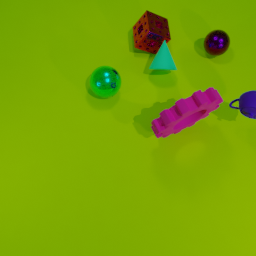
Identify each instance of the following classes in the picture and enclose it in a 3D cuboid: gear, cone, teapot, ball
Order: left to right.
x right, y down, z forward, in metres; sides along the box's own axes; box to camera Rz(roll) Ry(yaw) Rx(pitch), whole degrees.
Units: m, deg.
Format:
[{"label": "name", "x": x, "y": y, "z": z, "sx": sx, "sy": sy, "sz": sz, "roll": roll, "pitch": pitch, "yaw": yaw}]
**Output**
[{"label": "ball", "x": -0.706, "y": -1.446, "z": 8.786, "sx": 1.005, "sy": 1.005, "sz": 1.005, "roll": 0, "pitch": 68, "yaw": 0}, {"label": "cone", "x": 1.151, "y": -2.352, "z": 9.020, "sx": 0.916, "sy": 0.916, "sz": 0.920, "roll": 3, "pitch": 100, "yaw": 1}, {"label": "gear", "x": 1.600, "y": -0.374, "z": 7.696, "sx": 2.001, "sy": 2.001, "sz": 0.370, "roll": -25, "pitch": 74, "yaw": -9}, {"label": "ball", "x": 2.964, "y": -2.841, "z": 9.353, "sx": 0.851, "sy": 0.851, "sz": 0.851, "roll": 0, "pitch": 68, "yaw": 0}, {"label": "teapot", "x": 3.502, "y": -0.571, "z": 7.681, "sx": 1.410, "sy": 0.877, "sz": 0.690, "roll": 14, "pitch": 68, "yaw": 34}]

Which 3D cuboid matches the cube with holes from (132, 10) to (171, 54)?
[{"label": "cube with holes", "x": 0.777, "y": -3.174, "z": 9.375, "sx": 0.871, "sy": 0.871, "sz": 0.871, "roll": 9, "pitch": 65, "yaw": -30}]
